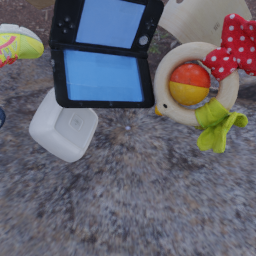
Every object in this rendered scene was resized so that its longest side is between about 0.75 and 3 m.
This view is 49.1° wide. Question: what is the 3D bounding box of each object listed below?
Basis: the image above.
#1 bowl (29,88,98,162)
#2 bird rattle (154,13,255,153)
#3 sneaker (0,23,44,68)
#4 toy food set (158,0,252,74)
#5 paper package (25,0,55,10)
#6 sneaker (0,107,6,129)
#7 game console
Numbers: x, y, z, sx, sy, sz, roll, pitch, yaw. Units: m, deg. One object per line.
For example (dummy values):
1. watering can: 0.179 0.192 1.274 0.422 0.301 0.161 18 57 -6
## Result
1. bowl: -1.333 -0.090 6.461 0.556 1.489 1.487 -7 50 41
2. bird rattle: 1.489 -0.843 5.339 2.054 2.519 1.419 12 27 17
3. sneaker: -2.758 -1.365 5.405 2.464 0.963 1.113 -12 86 -42
4. toy food set: 1.983 -2.696 7.113 1.835 2.558 0.773 -54 48 10
5. paper package: -2.533 -4.782 8.336 2.223 2.119 1.150 -6 78 26
6. sneaker: -3.594 0.244 6.071 0.998 0.854 2.433 -2 34 45
7. game console: -0.268 -1.477 5.289 2.155 1.895 1.254 -2 44 -30
